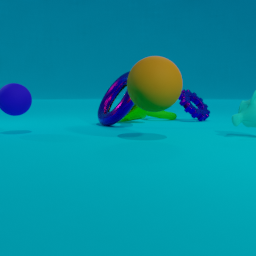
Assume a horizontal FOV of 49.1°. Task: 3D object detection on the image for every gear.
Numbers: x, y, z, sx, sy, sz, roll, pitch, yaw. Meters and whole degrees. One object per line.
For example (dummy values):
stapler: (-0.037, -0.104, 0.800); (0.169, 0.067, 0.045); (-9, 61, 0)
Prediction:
gear: (2.390, -0.835, 10.129); (1.319, 1.319, 0.244); (-7, -33, -46)

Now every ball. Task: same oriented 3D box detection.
ball: (-2.603, -0.653, 6.443); (0.750, 0.750, 0.750); (0, 6, 0)
ball: (0.523, -0.860, 5.541); (1.090, 1.090, 1.090); (0, 6, 0)

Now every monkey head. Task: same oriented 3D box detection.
monkey head: (2.603, -0.269, 5.929); (0.729, 1.013, 0.611); (-25, 12, -33)

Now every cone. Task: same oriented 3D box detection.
cone: (-0.041, -0.446, 9.371); (0.963, 0.960, 0.960); (-40, 29, -30)

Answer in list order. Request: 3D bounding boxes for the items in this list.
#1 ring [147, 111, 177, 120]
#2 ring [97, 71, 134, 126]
ring: (1.205, -0.536, 10.676); (1.323, 0.265, 1.323); (9, 7, -1)
ring: (-0.276, -0.900, 8.456); (0.377, 1.886, 1.886); (33, -9, -25)
